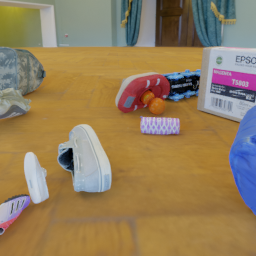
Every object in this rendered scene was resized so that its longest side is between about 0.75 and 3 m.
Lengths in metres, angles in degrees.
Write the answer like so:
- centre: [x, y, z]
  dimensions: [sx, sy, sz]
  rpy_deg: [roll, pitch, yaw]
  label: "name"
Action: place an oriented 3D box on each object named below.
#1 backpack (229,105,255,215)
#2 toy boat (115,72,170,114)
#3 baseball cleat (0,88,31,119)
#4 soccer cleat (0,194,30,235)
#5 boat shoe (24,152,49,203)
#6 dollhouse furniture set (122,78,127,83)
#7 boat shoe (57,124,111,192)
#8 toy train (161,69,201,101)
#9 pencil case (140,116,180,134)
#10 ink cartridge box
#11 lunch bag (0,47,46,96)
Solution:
- centre: [2.620, 0.477, 3.822]
  dimensions: [2.334, 1.896, 1.958]
  rpy_deg: [-3, 26, 38]
  label: "backpack"
- centre: [0.728, -1.040, 9.759]
  dimensions: [2.174, 1.419, 1.421]
  rpy_deg: [-21, 59, -44]
  label: "toy boat"
- centre: [-4.040, -0.632, 8.713]
  dimensions: [1.433, 0.939, 2.693]
  rpy_deg: [-33, 1, 1]
  label: "baseball cleat"
- centre: [-1.853, 1.349, 4.168]
  dimensions: [0.407, 0.380, 1.113]
  rpy_deg: [39, 25, 16]
  label: "soccer cleat"
- centre: [-1.497, 0.808, 4.669]
  dimensions: [0.306, 0.849, 0.291]
  rpy_deg: [-15, -2, 43]
  label: "boat shoe"
- centre: [0.185, -1.710, 12.558]
  dimensions: [1.012, 0.672, 0.887]
  rpy_deg: [39, 37, 27]
  label: "dollhouse furniture set"
- centre: [-1.020, 0.524, 5.689]
  dimensions: [0.812, 0.796, 2.281]
  rpy_deg: [-3, 23, -22]
  label: "boat shoe"
- centre: [2.180, -1.895, 11.991]
  dimensions: [2.739, 1.187, 1.565]
  rpy_deg: [-15, 19, -36]
  label: "toy train"
- centre: [0.893, -0.063, 7.871]
  dimensions: [1.144, 0.480, 0.489]
  rpy_deg: [4, 1, 6]
  label: "pencil case"
- centre: [3.600, -1.390, 8.939]
  dimensions: [1.007, 2.208, 2.680]
  rpy_deg: [-13, 23, -33]
  label: "ink cartridge box"
- centre: [-5.544, -2.505, 12.540]
  dimensions: [2.964, 2.065, 2.486]
  rpy_deg: [4, 6, 11]
  label: "lunch bag"
